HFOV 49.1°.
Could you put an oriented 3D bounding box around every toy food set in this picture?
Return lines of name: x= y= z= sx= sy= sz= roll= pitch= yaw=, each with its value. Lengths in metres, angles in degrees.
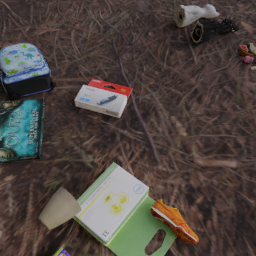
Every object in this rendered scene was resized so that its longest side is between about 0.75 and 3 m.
toy food set: x=4.645 y=-2.772 z=10.553 sx=0.871 sy=0.216 sz=1.370 roll=-10 pitch=54 yaw=-8

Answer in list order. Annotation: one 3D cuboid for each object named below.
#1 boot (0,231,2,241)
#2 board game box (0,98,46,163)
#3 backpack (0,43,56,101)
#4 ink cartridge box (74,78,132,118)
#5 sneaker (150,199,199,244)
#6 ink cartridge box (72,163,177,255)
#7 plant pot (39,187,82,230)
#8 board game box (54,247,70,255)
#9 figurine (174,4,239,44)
boot: x=-3.211 y=2.915 z=6.103 sx=1.914 sy=0.672 sz=1.400 roll=16 pitch=55 yaw=12
board game box: x=-3.301 y=0.032 z=8.440 sx=1.454 sy=0.303 sz=2.149 roll=-6 pitch=54 yaw=-4
backpack: x=-3.497 y=-2.052 z=9.359 sx=1.623 sy=1.303 sz=1.773 roll=-20 pitch=52 yaw=-18
ink cartridge box: x=-0.775 y=-1.118 z=9.262 sx=1.557 sy=0.348 sz=1.372 roll=15 pitch=56 yaw=11
sneaker: x=1.161 y=2.208 z=6.702 sx=1.329 sy=0.485 sz=0.513 roll=39 pitch=57 yaw=20
ink cartridge box: x=-0.003 y=2.138 z=6.766 sx=2.331 sy=0.559 sz=1.696 roll=32 pitch=60 yaw=23
plant pot: x=-1.560 y=1.838 z=6.202 sx=0.721 sy=0.721 sz=0.770 roll=36 pitch=58 yaw=23
board game box: x=-1.568 y=3.574 z=5.786 sx=1.147 sy=0.382 sz=1.706 roll=32 pitch=60 yaw=22
figurine: x=3.211 y=-4.392 z=11.469 sx=1.986 sy=0.876 sz=2.036 roll=-17 pitch=55 yaw=-22
